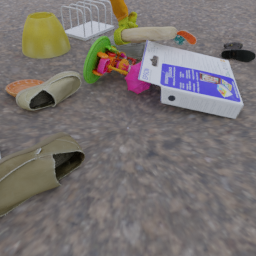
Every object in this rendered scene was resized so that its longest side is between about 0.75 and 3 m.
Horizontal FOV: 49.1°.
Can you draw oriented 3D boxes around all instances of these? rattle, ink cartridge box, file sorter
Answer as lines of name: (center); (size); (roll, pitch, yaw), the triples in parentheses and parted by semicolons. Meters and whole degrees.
rattle: (0.779, -3.436, 8.707); (2.566, 1.833, 1.670); (-6, -3, 1)
ink cartridge box: (1.715, -1.532, 8.215); (2.798, 0.607, 2.772); (15, 39, -1)
file sorter: (-1.792, -4.919, 12.518); (1.410, 1.265, 2.032); (24, 43, 27)

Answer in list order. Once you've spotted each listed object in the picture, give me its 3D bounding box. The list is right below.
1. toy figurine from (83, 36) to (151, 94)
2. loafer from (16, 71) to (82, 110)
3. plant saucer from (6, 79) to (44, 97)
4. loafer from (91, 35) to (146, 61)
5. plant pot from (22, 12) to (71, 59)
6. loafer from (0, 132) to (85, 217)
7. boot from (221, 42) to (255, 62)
toy figurine: (-0.057, -1.761, 8.575); (1.852, 1.511, 2.013); (26, 26, 12)
loafer: (-2.079, -0.956, 7.784); (1.928, 0.730, 0.658); (-30, 47, -20)
plant saucer: (-2.972, -1.142, 8.241); (1.133, 0.212, 1.133); (1, 30, -1)
loafer: (-0.309, -3.242, 10.611); (2.490, 0.869, 0.871); (15, 40, 19)
plant pot: (-3.247, -3.670, 10.801); (1.874, 1.331, 1.874); (-1, 37, 0)
loafer: (-1.712, 0.819, 5.244); (0.786, 0.886, 2.331); (18, 40, 30)
boot: (4.196, -2.967, 10.604); (1.304, 0.452, 1.135); (15, 40, 23)
